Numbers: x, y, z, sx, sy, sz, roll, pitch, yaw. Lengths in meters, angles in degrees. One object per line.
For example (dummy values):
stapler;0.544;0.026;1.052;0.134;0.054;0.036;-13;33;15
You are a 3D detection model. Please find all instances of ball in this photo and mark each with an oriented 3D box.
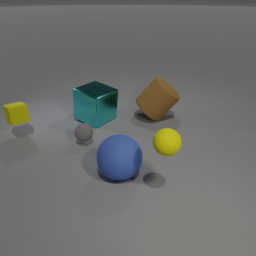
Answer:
ball;-1.632;0.166;10.403;0.700;0.700;0.700;0;27;0
ball;-0.257;0.886;8.553;1.400;1.400;1.400;0;27;0
ball;0.967;0.356;6.951;0.700;0.700;0.700;0;27;0

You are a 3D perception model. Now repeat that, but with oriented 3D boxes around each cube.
cube;-4.273;-0.555;10.738;0.700;0.700;0.700;-20;24;-35
cube;-1.410;-1.063;12.206;1.400;1.400;1.400;25;36;29

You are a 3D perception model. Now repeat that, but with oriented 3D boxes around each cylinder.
cylinder;1.299;-1.279;12.220;1.400;1.400;1.400;36;25;-19
